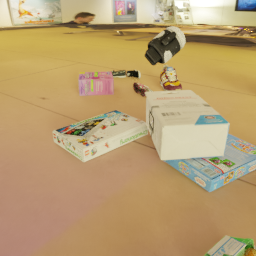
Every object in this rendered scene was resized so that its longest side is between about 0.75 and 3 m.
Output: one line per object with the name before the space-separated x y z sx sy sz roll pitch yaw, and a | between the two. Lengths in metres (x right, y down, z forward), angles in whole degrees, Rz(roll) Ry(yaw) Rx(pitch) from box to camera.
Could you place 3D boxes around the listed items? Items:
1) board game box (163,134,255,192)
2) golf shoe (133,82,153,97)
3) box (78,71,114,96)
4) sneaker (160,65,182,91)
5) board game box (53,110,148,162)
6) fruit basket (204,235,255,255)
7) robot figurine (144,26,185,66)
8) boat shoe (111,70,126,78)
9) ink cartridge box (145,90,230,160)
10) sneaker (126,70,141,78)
board game box | 2.426 0.777 7.798 2.371 0.434 1.794 -16 30 -30
golf shoe | 0.696 -1.838 13.330 0.563 0.444 1.223 -12 36 -32
box | -1.541 -2.173 13.568 1.633 0.790 1.437 -3 26 -6
sneaker | 2.078 -2.465 13.901 0.854 1.026 2.278 -5 26 -11
board game box | -0.840 0.142 9.099 2.650 0.459 1.673 -21 33 -37
fruit basket | 1.909 2.235 4.170 1.449 0.733 1.565 -20 12 -35
robot figurine | 0.862 -1.929 6.567 1.010 0.630 0.759 -40 38 -5
boat shoe | -0.779 -3.099 15.950 1.356 0.409 0.513 -7 26 -14
ink cartridge box | 1.509 -0.234 8.280 1.719 0.990 2.968 -3 24 -5
sneaker | 0.267 -3.024 15.855 0.666 0.435 1.190 -9 19 -11
